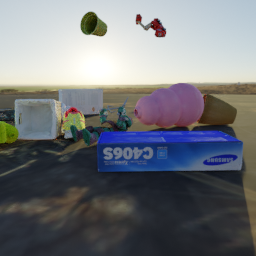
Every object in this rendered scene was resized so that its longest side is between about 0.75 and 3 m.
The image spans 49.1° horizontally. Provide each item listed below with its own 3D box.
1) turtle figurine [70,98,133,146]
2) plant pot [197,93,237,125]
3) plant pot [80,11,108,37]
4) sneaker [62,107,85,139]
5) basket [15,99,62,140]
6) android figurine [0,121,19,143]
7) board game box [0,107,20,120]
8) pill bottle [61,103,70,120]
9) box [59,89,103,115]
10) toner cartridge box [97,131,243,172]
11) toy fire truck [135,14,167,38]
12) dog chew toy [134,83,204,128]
[{"bbox_3d":[-0.445,-0.118,6.972,1.795,0.904,1.344,-25,7,-34],"label":"turtle figurine"},{"bbox_3d":[3.138,-0.545,9.814,1.177,1.097,1.097,15,10,6],"label":"plant pot"},{"bbox_3d":[-1.267,-3.977,10.997,0.909,0.909,0.835,5,2,32],"label":"plant pot"},{"bbox_3d":[-1.480,-0.190,7.730,0.690,0.797,1.766,-4,8,-17],"label":"sneaker"},{"bbox_3d":[-2.308,-0.248,7.377,1.039,1.030,0.836,0,6,2],"label":"basket"},{"bbox_3d":[-3.796,0.153,6.166,2.589,0.584,2.844,-7,10,-42],"label":"android figurine"},{"bbox_3d":[-5.097,-0.631,12.004,2.813,0.396,1.902,-7,11,-40],"label":"board game box"},{"bbox_3d":[-2.904,-0.643,11.101,1.215,0.683,0.683,-1,9,-11],"label":"pill bottle"},{"bbox_3d":[-2.271,-1.275,13.506,1.961,1.219,0.956,-4,9,-23],"label":"box"},{"bbox_3d":[0.654,0.376,4.934,2.312,0.499,1.098,-1,10,-1],"label":"toner cartridge box"},{"bbox_3d":[0.979,-4.446,12.206,1.003,0.347,1.422,-11,56,-16],"label":"toy fire truck"},{"bbox_3d":[1.299,-0.672,9.209,2.399,1.494,1.494,-12,13,-26],"label":"dog chew toy"}]
